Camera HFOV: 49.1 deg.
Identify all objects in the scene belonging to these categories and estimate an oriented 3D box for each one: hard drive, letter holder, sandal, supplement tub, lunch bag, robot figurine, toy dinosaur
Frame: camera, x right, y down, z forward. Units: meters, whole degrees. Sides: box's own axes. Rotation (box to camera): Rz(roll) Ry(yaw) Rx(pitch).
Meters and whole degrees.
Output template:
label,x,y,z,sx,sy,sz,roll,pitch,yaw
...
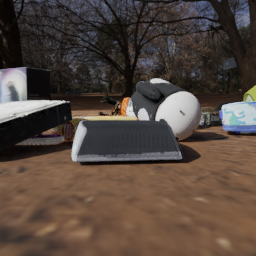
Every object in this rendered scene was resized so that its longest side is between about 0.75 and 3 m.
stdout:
label,x,y,z,sx,sy,sz,roll,pitch,yaw
hard drive,-0.125,0.146,5.114,1.725,0.541,2.558,0,4,-6
letter holder,5.044,-0.522,13.017,1.652,1.174,0.831,3,37,50
sandal,-2.163,0.149,6.095,1.594,0.392,0.649,0,4,2
supplement tub,0.881,-0.576,9.859,2.055,1.259,1.259,1,5,14
lunch bag,3.776,-0.359,8.475,1.904,0.977,2.369,0,3,18
robot figurine,0.869,-0.475,6.870,1.496,1.243,1.992,-4,26,-30
toy dinosaur,-0.564,-0.832,15.589,1.987,1.496,2.928,13,-19,-18
hard drive,-2.529,-0.072,5.257,1.838,0.498,2.631,1,17,23

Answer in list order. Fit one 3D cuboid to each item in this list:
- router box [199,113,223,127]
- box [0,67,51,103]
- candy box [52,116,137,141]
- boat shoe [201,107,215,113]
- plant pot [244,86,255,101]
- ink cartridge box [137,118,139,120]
label,x,y,z,sx,sy,sz,roll,pitch,yaw
router box,3.042,-0.387,11.996,1.332,0.552,1.777,-3,5,-36
box,-4.752,-1.345,12.315,2.426,2.406,1.495,2,4,28
candy box,-0.881,-0.021,7.209,1.982,0.548,1.144,-2,5,-23
boat shoe,4.446,-0.578,14.386,2.138,0.766,0.814,7,-10,-6
plant pot,6.859,-1.464,13.143,2.461,2.303,2.303,-17,5,-1
ink cartridge box,0.305,-0.054,8.169,0.815,0.472,1.403,-1,5,-15
